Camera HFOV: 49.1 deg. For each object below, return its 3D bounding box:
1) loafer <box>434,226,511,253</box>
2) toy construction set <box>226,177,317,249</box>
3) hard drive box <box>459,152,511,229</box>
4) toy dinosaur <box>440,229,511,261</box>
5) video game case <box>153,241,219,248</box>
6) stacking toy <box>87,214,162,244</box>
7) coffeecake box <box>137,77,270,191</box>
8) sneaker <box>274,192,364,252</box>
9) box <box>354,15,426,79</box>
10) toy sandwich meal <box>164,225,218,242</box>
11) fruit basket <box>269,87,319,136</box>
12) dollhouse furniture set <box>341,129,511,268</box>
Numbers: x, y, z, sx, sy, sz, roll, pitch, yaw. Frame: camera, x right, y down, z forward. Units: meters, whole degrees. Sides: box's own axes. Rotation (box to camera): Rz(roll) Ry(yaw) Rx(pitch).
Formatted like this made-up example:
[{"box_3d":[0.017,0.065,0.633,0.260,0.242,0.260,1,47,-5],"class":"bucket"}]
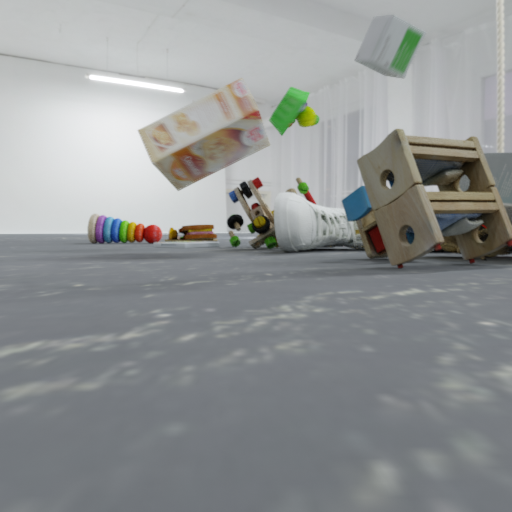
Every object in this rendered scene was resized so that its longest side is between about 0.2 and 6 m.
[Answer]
[{"box_3d":[4.555,-0.696,11.283,3.483,1.242,1.271,0,3,7],"class":"loafer"},{"box_3d":[0.527,-0.797,13.224,2.232,1.715,1.861,-17,-39,-10],"class":"toy construction set"},{"box_3d":[4.462,-0.787,8.485,1.842,0.908,2.364,25,-3,-28],"class":"hard drive box"},{"box_3d":[3.166,-0.280,9.071,2.604,0.758,1.316,15,-10,-19],"class":"toy dinosaur"},{"box_3d":[-1.744,-0.279,14.074,1.130,0.142,1.241,2,5,38],"class":"video game case"},{"box_3d":[-3.924,-0.758,16.963,2.159,0.922,0.922,4,3,-1],"class":"stacking toy"},{"box_3d":[-0.935,-2.288,10.874,2.161,0.789,1.658,-26,-15,3],"class":"coffeecake box"},{"box_3d":[1.619,-0.708,11.634,1.968,1.255,3.406,-2,1,18],"class":"sneaker"},{"box_3d":[1.841,-2.897,7.757,0.576,0.669,0.673,19,16,-18],"class":"box"},{"box_3d":[-1.836,-0.599,15.889,1.681,0.576,1.681,0,3,0],"class":"toy sandwich meal"},{"box_3d":[1.001,-3.358,13.361,1.137,1.137,0.820,1,35,15],"class":"fruit basket"},{"box_3d":[1.985,-0.443,7.798,1.569,1.560,2.226,-3,-20,-32],"class":"dollhouse furniture set"}]
